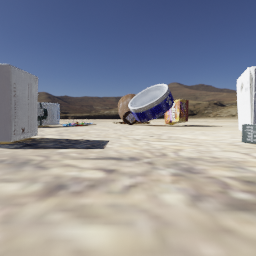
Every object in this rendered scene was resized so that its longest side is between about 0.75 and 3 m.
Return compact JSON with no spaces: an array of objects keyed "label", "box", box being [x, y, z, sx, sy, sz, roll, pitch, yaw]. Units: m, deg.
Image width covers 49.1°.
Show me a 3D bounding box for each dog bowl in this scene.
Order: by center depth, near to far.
[{"label":"dog bowl","box":[0.950,-1.018,11.300,1.754,0.691,1.754,-26,24,12]}]

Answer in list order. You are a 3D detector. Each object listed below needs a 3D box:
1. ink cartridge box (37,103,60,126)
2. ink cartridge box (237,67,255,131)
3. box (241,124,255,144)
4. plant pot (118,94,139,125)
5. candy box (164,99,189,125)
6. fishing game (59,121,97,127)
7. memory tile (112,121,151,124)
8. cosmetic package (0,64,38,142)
[{"label":"ink cartridge box","box":[-3.740,-0.497,10.318,1.551,0.879,2.116,1,2,20]},{"label":"ink cartridge box","box":[3.306,-0.411,4.701,2.643,1.115,1.931,1,2,17]},{"label":"box","box":[2.082,0.080,3.257,0.920,0.250,1.148,-1,2,-19]},{"label":"plant pot","box":[0.149,-0.706,12.653,1.336,1.336,1.430,0,23,3]},{"label":"candy box","box":[2.154,-0.688,12.572,0.464,0.958,1.643,5,-6,-16]},{"label":"fishing game","box":[-2.007,-0.206,11.245,1.235,0.268,1.724,-5,4,-33]},{"label":"memory tile","box":[0.174,-0.286,14.730,1.828,0.153,1.401,0,2,-21]},{"label":"cosmetic package","box":[-1.968,-0.335,4.057,1.012,1.018,1.216,1,3,-2]}]
